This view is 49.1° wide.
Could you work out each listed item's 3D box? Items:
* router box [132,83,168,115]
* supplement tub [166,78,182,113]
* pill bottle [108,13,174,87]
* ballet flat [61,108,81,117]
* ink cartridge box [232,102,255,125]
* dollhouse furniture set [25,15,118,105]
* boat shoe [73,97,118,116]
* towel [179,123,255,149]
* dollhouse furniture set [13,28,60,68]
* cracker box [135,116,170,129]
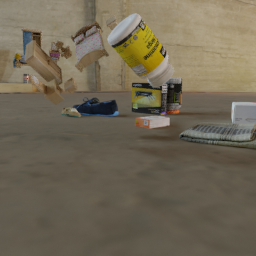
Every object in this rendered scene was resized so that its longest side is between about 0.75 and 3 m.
[{"bbox_3d":[1.174,-1.687,15.814,2.188,1.720,0.571,9,13,43],"label":"router box"},{"bbox_3d":[2.481,-1.871,16.082,1.222,1.995,1.222,0,9,0],"label":"supplement tub"},{"bbox_3d":[0.490,-2.385,8.934,2.192,1.232,1.232,44,-14,-27],"label":"pill bottle"},{"bbox_3d":[-2.952,-0.832,14.501,1.351,0.441,0.476,8,0,32],"label":"ballet flat"},{"bbox_3d":[5.409,-0.674,12.398,1.474,0.847,2.031,3,10,18],"label":"ink cartridge box"},{"bbox_3d":[-1.670,-2.536,8.799,2.864,2.442,1.398,-28,-42,15],"label":"dollhouse furniture set"},{"bbox_3d":[-1.726,-1.202,15.165,2.827,0.970,1.189,4,10,23],"label":"boat shoe"},{"bbox_3d":[3.096,0.136,8.955,2.394,0.413,2.305,6,11,29],"label":"towel"},{"bbox_3d":[-3.770,-3.286,11.726,1.806,1.248,1.913,2,30,-13],"label":"dollhouse furniture set"},{"bbox_3d":[1.002,-0.257,11.441,1.224,0.353,0.820,-8,12,-41],"label":"cracker box"}]
